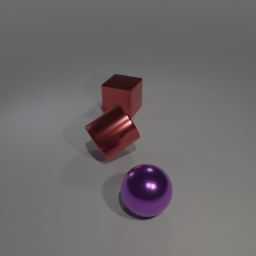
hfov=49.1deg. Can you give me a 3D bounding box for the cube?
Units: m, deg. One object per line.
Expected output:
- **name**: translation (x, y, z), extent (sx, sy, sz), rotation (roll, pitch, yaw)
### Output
- **cube**: translation (-0.242, -1.441, 12.492), extent (1.400, 1.400, 1.400), rotation (13, 35, 19)

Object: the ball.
- **ball**: translation (0.503, 1.671, 7.582), extent (1.400, 1.400, 1.400), rotation (0, 32, 0)

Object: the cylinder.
- **cylinder**: translation (-0.528, 0.145, 9.573), extent (1.400, 1.400, 1.400), rotation (-34, 40, -6)
